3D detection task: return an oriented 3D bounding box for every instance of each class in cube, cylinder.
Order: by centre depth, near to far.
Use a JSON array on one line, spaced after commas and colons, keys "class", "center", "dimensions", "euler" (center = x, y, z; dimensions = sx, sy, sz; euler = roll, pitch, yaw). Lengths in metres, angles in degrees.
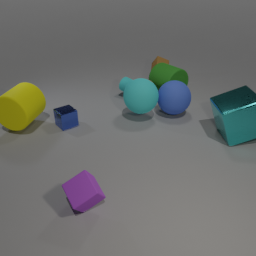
[{"class": "cube", "center": [-1.097, 1.591, 7.012], "dimensions": [0.700, 0.700, 0.700], "euler": [-34, 64, -3]}, {"class": "cube", "center": [3.919, -0.448, 9.962], "dimensions": [1.400, 1.400, 1.400], "euler": [-19, 29, 7]}, {"class": "cylinder", "center": [-4.061, -0.827, 10.591], "dimensions": [1.400, 1.400, 1.400], "euler": [7, 32, 12]}, {"class": "cube", "center": [-2.429, -0.414, 11.001], "dimensions": [0.700, 0.700, 0.700], "euler": [-21, 36, -32]}, {"class": "cylinder", "center": [0.046, -1.989, 13.330], "dimensions": [0.700, 0.700, 0.700], "euler": [30, 40, 27]}, {"class": "cylinder", "center": [1.971, -2.348, 13.680], "dimensions": [1.400, 1.400, 1.400], "euler": [-19, 35, -30]}, {"class": "cube", "center": [1.684, -3.224, 14.764], "dimensions": [0.700, 0.700, 0.700], "euler": [17, 62, -16]}]

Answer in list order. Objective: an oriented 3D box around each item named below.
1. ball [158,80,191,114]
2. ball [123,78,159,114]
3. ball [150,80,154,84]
[{"class": "ball", "center": [1.907, -1.261, 11.610], "dimensions": [1.400, 1.400, 1.400], "euler": [0, 30, 0]}, {"class": "ball", "center": [0.514, -1.269, 11.152], "dimensions": [1.400, 1.400, 1.400], "euler": [0, 30, 0]}, {"class": "ball", "center": [0.907, -1.943, 13.319], "dimensions": [0.700, 0.700, 0.700], "euler": [0, 30, 0]}]
